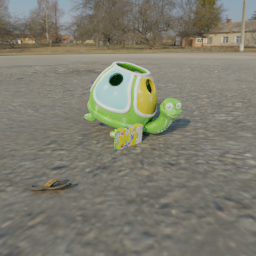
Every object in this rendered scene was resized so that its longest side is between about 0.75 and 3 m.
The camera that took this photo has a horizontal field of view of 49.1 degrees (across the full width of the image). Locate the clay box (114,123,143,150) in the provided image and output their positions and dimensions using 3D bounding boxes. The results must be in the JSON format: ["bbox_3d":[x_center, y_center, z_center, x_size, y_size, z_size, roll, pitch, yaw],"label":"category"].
[{"bbox_3d":[-0.030,0.220,7.277,0.922,0.530,0.219,-14,28,-38],"label":"clay box"}]

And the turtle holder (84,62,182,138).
[{"bbox_3d":[0.033,-0.774,7.985,1.932,1.806,2.543,-2,30,-35],"label":"turtle holder"}]

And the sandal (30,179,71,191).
[{"bbox_3d":[-1.432,1.040,5.170,0.752,0.205,0.307,-4,-6,5],"label":"sandal"}]
